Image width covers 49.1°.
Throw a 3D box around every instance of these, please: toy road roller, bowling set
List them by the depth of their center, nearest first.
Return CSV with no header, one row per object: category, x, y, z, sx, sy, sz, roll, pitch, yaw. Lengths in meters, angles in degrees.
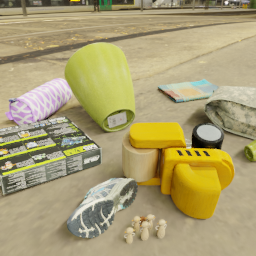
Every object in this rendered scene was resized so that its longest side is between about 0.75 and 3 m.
bowling set,0.307,2.039,5.999,0.912,0.490,0.635,-7,29,-13
toy road roller,1.171,1.042,6.765,2.691,1.654,1.965,1,39,1

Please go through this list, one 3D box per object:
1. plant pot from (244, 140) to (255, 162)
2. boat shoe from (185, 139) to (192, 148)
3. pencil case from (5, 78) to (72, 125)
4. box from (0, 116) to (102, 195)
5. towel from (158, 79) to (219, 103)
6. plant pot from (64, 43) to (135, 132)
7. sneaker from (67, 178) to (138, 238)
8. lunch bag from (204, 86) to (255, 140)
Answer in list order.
plant pot,3.975,0.663,8.463,0.755,0.784,0.784,-17,30,-6
boat shoe,1.574,0.397,9.057,1.222,0.365,0.437,8,21,-17
pencil case,-3.450,-1.054,11.247,1.265,1.242,2.960,-13,18,28
box,-2.644,0.605,8.489,2.828,0.672,2.731,-15,33,-31
towel,3.114,-1.852,13.645,2.798,0.304,2.052,-10,28,-18
plant pot,-0.802,-1.274,10.398,2.532,2.532,2.706,-11,56,-20
sneaker,-0.668,1.767,6.449,0.877,0.788,2.031,6,19,38
lunch bag,4.107,-0.709,10.268,2.415,1.420,1.981,19,33,23
